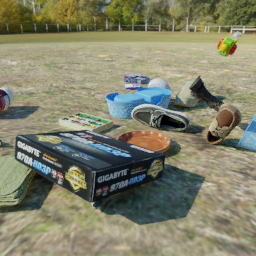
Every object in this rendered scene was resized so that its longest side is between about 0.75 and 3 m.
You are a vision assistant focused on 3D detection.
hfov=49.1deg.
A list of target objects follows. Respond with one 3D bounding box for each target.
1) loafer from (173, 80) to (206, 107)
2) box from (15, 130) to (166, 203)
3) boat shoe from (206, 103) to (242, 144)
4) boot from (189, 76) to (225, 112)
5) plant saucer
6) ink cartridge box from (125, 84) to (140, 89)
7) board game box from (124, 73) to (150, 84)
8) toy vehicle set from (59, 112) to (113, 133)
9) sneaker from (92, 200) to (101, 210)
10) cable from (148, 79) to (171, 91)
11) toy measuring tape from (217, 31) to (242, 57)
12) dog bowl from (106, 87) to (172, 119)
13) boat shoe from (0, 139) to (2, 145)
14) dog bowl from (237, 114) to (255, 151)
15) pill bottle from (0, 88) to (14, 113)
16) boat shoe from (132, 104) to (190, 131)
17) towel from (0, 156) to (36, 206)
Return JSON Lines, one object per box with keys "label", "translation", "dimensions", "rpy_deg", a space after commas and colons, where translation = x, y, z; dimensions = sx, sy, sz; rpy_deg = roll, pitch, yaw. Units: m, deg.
{"label": "loafer", "translation": [2.801, -1.607, 12.593], "dimensions": [1.008, 0.909, 2.663], "rpy_deg": [12, 24, 28]}
{"label": "box", "translation": [-0.896, 0.669, 6.382], "dimensions": [2.759, 0.635, 2.193], "rpy_deg": [16, 14, 40]}
{"label": "boat shoe", "translation": [2.620, -0.028, 7.801], "dimensions": [0.676, 1.784, 0.640], "rpy_deg": [35, 70, 20]}
{"label": "boot", "translation": [2.570, -0.987, 8.762], "dimensions": [1.268, 0.504, 1.457], "rpy_deg": [40, 2, 18]}
{"label": "plant saucer", "translation": [0.449, 0.453, 8.216], "dimensions": [1.568, 0.253, 1.568], "rpy_deg": [1, 22, 0]}
{"label": "ink cartridge box", "translation": [0.239, -2.245, 15.260], "dimensions": [0.780, 0.171, 0.788], "rpy_deg": [-1, 19, -2]}
{"label": "board game box", "translation": [0.642, -3.012, 16.939], "dimensions": [1.271, 0.392, 1.270], "rpy_deg": [13, 26, 31]}
{"label": "toy vehicle set", "translation": [-1.488, -0.179, 9.877], "dimensions": [1.664, 0.221, 1.034], "rpy_deg": [15, 26, 34]}
{"label": "sneaker", "translation": [-0.734, 1.329, 5.724], "dimensions": [0.430, 0.372, 0.992], "rpy_deg": [13, 12, -7]}
{"label": "cable", "translation": [1.405, -1.743, 12.752], "dimensions": [1.080, 1.080, 0.374], "rpy_deg": [-16, 40, 51]}
{"label": "toy measuring tape", "translation": [3.686, -3.019, 10.173], "dimensions": [0.691, 0.691, 1.878], "rpy_deg": [13, 33, 30]}
{"label": "dog bowl", "translation": [0.470, -1.046, 11.418], "dimensions": [2.942, 0.729, 1.640], "rpy_deg": [-15, 26, -35]}
{"label": "boat shoe", "translation": [-4.076, 0.364, 8.395], "dimensions": [0.880, 0.313, 0.275], "rpy_deg": [5, 19, 25]}
{"label": "dog bowl", "translation": [3.855, -0.032, 8.282], "dimensions": [0.530, 1.191, 2.137], "rpy_deg": [32, 32, 20]}
{"label": "pill bottle", "translation": [-5.275, -1.043, 11.112], "dimensions": [0.928, 0.928, 1.626], "rpy_deg": [3, 22, 7]}
{"label": "boat shoe", "translation": [1.051, -0.337, 9.584], "dimensions": [2.066, 0.730, 0.658], "rpy_deg": [9, 21, 18]}
{"label": "towel", "translation": [-2.846, 1.156, 6.250], "dimensions": [1.446, 0.356, 1.949], "rpy_deg": [-1, 22, -3]}
